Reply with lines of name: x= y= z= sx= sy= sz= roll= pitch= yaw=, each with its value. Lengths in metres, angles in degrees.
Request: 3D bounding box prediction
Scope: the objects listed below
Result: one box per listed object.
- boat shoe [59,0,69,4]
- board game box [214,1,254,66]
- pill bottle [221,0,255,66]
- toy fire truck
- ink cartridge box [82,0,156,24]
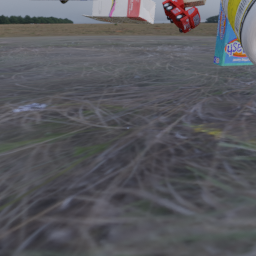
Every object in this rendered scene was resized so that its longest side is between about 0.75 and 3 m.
boat shoe: x=-1.656 y=-4.108 z=8.103 sx=0.383 sy=1.064 sz=0.362 roll=39 pitch=3 yaw=19
board game box: x=4.090 y=-3.542 z=9.237 sx=2.166 sy=2.848 sz=0.641 roll=-5 pitch=23 yaw=-10
pill bottle: x=2.677 y=-2.440 z=5.266 sx=1.627 sy=1.627 sz=2.924 roll=1 pitch=44 yaw=3
toy fire truck: x=1.632 y=-3.343 z=7.557 sx=1.259 sy=0.435 sz=1.785 roll=-28 pitch=47 yaw=3
ink cartridge box: x=-0.344 y=-4.212 z=9.935 sx=2.303 sy=0.777 sz=1.342 roll=11 pitch=13 yaw=24
